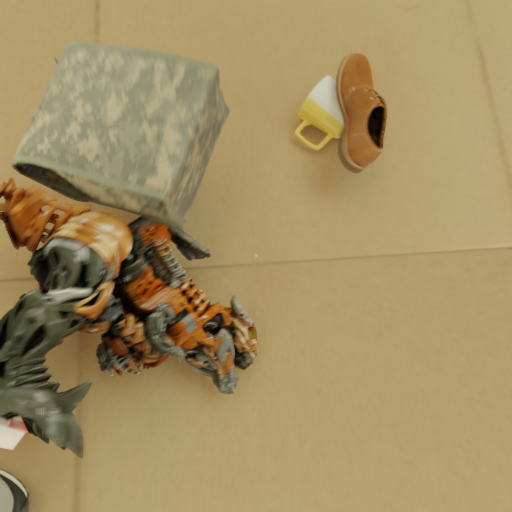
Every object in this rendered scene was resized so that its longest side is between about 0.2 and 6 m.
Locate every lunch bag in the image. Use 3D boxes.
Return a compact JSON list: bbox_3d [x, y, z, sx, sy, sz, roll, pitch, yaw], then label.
[{"bbox_3d":[-2.005,-1.824,8.206,2.609,1.534,2.139,17,77,9],"label":"lunch bag"}]

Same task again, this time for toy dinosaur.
[{"bbox_3d":[-2.608,0.641,8.104,5.464,2.791,3.709,26,65,2],"label":"toy dinosaur"}]

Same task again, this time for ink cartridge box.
[{"bbox_3d":[-3.421,2.014,7.205,0.330,0.570,0.979,-53,47,0],"label":"ink cartridge box"}]

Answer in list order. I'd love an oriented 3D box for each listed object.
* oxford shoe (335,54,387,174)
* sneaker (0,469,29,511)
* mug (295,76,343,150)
[{"bbox_3d":[1.912,-2.599,9.654,0.824,0.823,2.309,12,66,-30],"label":"oxford shoe"},{"bbox_3d":[-4.834,3.532,8.243,2.955,1.172,1.092,14,71,3],"label":"sneaker"},{"bbox_3d":[1.376,-2.610,10.480,0.943,1.149,0.920,40,36,4],"label":"mug"}]
